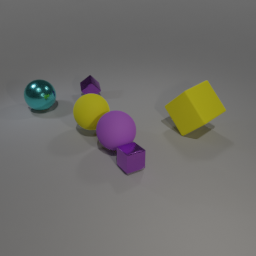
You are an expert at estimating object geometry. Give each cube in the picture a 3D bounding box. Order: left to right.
[{"bbox_3d":[-1.843,-2.011,13.731,0.700,0.700,0.700,-34,45,19],"label":"cube"},{"bbox_3d":[0.096,0.970,9.215,0.700,0.700,0.700,-14,27,-28],"label":"cube"},{"bbox_3d":[2.591,-0.761,10.885,1.400,1.400,1.400,-27,84,-33],"label":"cube"}]

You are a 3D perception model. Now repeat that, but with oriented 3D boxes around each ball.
[{"bbox_3d":[-3.944,-1.479,12.583,1.400,1.400,1.400,0,32,0],"label":"ball"},{"bbox_3d":[-1.400,-0.621,10.781,1.400,1.400,1.400,0,32,0],"label":"ball"},{"bbox_3d":[-0.412,0.086,9.820,1.400,1.400,1.400,0,32,0],"label":"ball"}]
